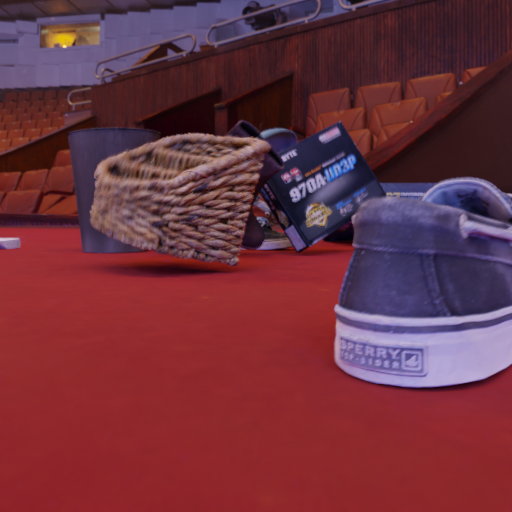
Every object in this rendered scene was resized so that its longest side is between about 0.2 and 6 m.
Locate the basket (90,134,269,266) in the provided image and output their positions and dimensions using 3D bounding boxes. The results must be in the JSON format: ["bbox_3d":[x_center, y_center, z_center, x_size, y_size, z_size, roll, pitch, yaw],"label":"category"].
[{"bbox_3d":[-1.221,-0.986,7.511,1.633,1.704,2.287,10,8,-37],"label":"basket"}]

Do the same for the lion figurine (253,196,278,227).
[{"bbox_3d":[0.144,-1.096,12.543,1.042,0.378,0.638,44,3,0],"label":"lion figurine"}]

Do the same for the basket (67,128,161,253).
[{"bbox_3d":[-2.932,-1.293,11.594,2.182,2.420,1.646,4,5,38],"label":"basket"}]

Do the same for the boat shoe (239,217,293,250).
[{"bbox_3d":[-0.022,-0.512,12.518,2.138,0.730,0.789,3,5,33],"label":"boat shoe"}]

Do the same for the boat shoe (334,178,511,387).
[{"bbox_3d":[1.313,0.002,3.460,1.010,0.954,2.815,3,5,38],"label":"boat shoe"}]

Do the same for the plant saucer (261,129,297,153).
[{"bbox_3d":[0.183,-2.290,12.553,1.598,0.287,1.598,-29,-23,-14],"label":"plant saucer"}]

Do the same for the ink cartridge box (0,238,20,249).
[{"bbox_3d":[-5.956,-0.243,12.498,0.828,0.258,1.030,1,9,18],"label":"ink cartridge box"}]

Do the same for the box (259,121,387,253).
[{"bbox_3d":[1.240,-1.381,10.978,2.320,1.844,0.534,-31,-1,-29],"label":"box"}]

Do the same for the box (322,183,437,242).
[{"bbox_3d":[3.387,-1.082,14.943,2.771,0.896,3.514,-1,-8,-4],"label":"box"}]

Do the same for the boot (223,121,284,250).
[{"bbox_3d":[-0.175,-1.128,9.827,1.839,2.211,0.800,-23,28,43],"label":"boot"}]
